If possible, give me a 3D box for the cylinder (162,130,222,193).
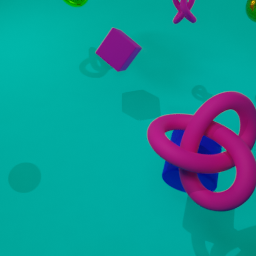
[{"bbox_3d":[1.443,0.706,6.251,1.169,1.169,1.169,14,58,9],"label":"cylinder"}]

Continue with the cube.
[{"bbox_3d":[-0.257,-2.317,8.358,0.892,0.892,0.892,40,20,2],"label":"cube"}]

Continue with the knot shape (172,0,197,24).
[{"bbox_3d":[1.575,-3.404,8.013,0.507,1.027,1.097,-12,84,-10],"label":"knot shape"}]

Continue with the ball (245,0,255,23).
[{"bbox_3d":[3.711,-3.357,7.690,0.902,0.902,0.902,0,56,0],"label":"ball"}]

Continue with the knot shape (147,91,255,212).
[{"bbox_3d":[1.419,0.454,4.789,2.021,0.934,1.892,-11,72,2],"label":"knot shape"}]

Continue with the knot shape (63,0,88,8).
[{"bbox_3d":[-2.140,-4.513,9.001,1.593,0.736,1.490,39,41,17],"label":"knot shape"}]
